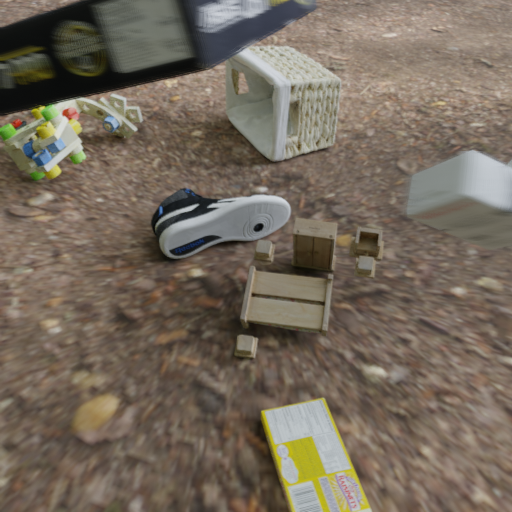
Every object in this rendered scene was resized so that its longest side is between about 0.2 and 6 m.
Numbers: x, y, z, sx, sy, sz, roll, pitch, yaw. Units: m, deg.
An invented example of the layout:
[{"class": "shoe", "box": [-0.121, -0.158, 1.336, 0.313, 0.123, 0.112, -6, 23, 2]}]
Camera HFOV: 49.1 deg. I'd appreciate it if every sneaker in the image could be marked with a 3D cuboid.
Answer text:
[{"class": "sneaker", "box": [-0.603, -0.725, 8.514, 2.041, 0.746, 1.142, -16, 42, -17]}]

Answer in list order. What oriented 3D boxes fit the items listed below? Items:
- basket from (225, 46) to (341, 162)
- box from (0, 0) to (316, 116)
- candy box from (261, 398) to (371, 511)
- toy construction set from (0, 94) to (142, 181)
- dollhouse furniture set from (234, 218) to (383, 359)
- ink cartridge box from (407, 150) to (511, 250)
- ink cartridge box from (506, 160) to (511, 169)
[{"class": "basket", "box": [0.466, -3.069, 10.879, 1.425, 1.565, 2.309, -15, 40, -21]}, {"class": "box", "box": [-1.328, -2.217, 5.634, 3.257, 0.800, 2.625, -2, 27, 29]}, {"class": "candy box", "box": [0.550, 2.034, 5.441, 0.709, 0.183, 1.386, -6, 39, -12]}, {"class": "toy construction set", "box": [-3.423, -2.353, 10.158, 1.850, 1.300, 2.822, -8, 23, 29]}, {"class": "dollhouse furniture set", "box": [0.722, 0.596, 7.214, 1.628, 0.932, 1.909, 7, 63, 9]}, {"class": "ink cartridge box", "box": [1.557, -0.361, 3.877, 0.816, 0.595, 0.343, 18, 73, -22]}, {"class": "ink cartridge box", "box": [2.777, -0.578, 5.572, 0.939, 0.684, 0.398, 14, 30, -35]}]
